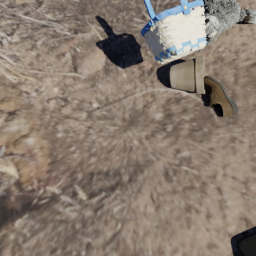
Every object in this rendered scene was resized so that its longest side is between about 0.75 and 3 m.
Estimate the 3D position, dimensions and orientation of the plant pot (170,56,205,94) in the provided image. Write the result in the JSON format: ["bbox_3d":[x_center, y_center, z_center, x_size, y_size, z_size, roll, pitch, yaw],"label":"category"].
[{"bbox_3d":[1.782,-1.551,8.337,0.969,1.117,1.117,0,63,19],"label":"plant pot"}]

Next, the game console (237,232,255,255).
[{"bbox_3d":[3.763,3.225,6.404,1.956,1.138,1.720,-18,35,-9],"label":"game console"}]

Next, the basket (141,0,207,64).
[{"bbox_3d":[0.947,-2.526,6.453,1.289,1.635,1.854,-25,100,-13],"label":"basket"}]

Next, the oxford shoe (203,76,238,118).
[{"bbox_3d":[2.573,-0.931,8.236,0.606,0.521,1.435,-26,68,-10],"label":"oxford shoe"}]

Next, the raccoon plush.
[{"bbox_3d":[3.289,-3.345,9.122,2.542,1.230,1.703,3,72,1],"label":"raccoon plush"}]
